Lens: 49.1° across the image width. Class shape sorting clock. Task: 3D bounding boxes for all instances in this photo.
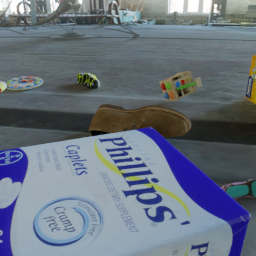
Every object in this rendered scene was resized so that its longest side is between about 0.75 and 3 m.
[{"bbox_3d":[-4.386,-1.898,11.727,1.603,0.314,1.603,0,24,0],"label":"shape sorting clock"}]

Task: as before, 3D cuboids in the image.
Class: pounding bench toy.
[{"bbox_3d":[1.760,-1.397,9.433,0.950,0.757,1.219,-26,13,-20],"label":"pounding bench toy"}]

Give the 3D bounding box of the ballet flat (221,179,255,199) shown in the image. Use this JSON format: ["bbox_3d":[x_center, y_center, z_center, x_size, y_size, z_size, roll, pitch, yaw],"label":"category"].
[{"bbox_3d":[2.164,1.096,5.107,1.036,0.358,0.369,-4,5,-7],"label":"ballet flat"}]

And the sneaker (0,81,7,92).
[{"bbox_3d":[-5.371,-1.545,10.776,1.243,0.486,0.561,-6,34,-5],"label":"sneaker"}]

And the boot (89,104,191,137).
[{"bbox_3d":[0.238,0.027,7.019,2.599,0.957,0.981,4,41,22],"label":"boot"}]

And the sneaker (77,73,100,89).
[{"bbox_3d":[-1.553,-2.048,11.717,0.617,0.609,1.616,-16,30,-31],"label":"sneaker"}]

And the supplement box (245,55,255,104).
[{"bbox_3d":[5.221,-1.256,8.708,1.610,1.600,2.940,-3,24,-7],"label":"supplement box"}]

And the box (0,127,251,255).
[{"bbox_3d":[-0.356,1.173,3.610,2.593,1.361,2.385,-9,26,-20],"label":"box"}]
